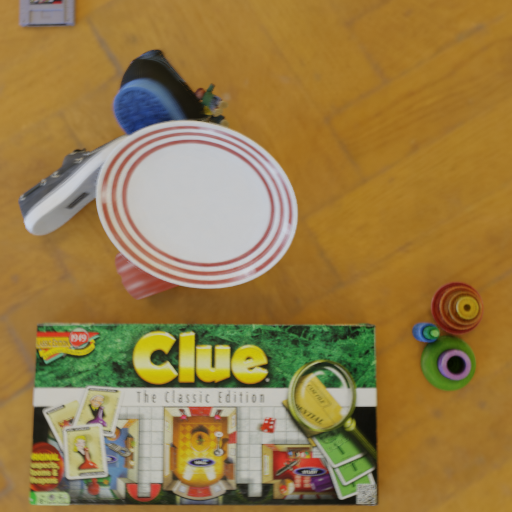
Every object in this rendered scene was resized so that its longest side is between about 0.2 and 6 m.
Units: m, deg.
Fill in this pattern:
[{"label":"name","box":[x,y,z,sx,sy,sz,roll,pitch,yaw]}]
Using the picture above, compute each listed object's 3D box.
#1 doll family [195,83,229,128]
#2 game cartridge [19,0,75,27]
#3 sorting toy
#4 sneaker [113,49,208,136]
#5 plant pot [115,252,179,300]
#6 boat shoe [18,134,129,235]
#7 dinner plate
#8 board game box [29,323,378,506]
[{"label":"doll family","box":[-0.949,-2.094,9.265,0.852,0.579,1.474,41,102,37]},{"label":"game cartridge","box":[-3.734,-4.427,10.017,0.964,0.185,0.625,-1,88,0]},{"label":"sorting toy","box":[3.190,1.312,9.129,1.097,0.750,1.826,7,85,0]},{"label":"sneaker","box":[-0.981,-1.516,8.334,1.103,3.144,1.225,-8,46,17]},{"label":"plant pot","box":[-1.607,0.114,9.136,1.109,1.140,1.140,-24,85,6]},{"label":"boat shoe","box":[-2.947,-1.358,9.359,2.463,0.861,0.816,-38,74,8]},{"label":"dinner plate","box":[-0.805,-0.645,7.739,2.754,0.334,2.754,3,129,4]},{"label":"board game box","box":[-0.817,2.516,9.097,5.500,0.645,2.881,0,82,0]}]
